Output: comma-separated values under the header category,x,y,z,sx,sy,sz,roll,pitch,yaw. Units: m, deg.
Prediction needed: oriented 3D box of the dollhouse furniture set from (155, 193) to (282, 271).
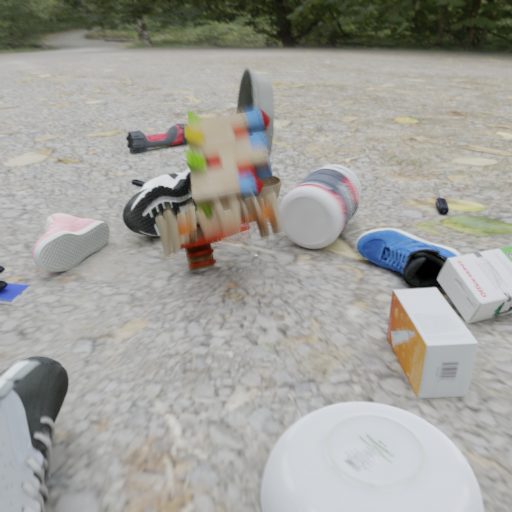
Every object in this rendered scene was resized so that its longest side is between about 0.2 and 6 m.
category,x,y,z,sx,sy,sz,roll,pitch,yaw
dollhouse furniture set,-0.707,-0.323,9.466,1.861,0.959,1.841,-12,0,-24

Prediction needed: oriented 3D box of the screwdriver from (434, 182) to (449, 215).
category,x,y,z,sx,sy,sz,roll,pitch,yaw
screwdriver,4.409,-1.404,13.526,0.272,0.283,1.948,5,23,9

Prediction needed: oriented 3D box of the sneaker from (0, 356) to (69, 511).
category,x,y,z,sx,sy,sz,roll,pitch,yaw
sneaker,-1.924,2.327,4.970,1.865,1.212,3.230,8,37,6

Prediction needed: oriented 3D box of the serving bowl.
category,x,y,z,sx,sy,sz,roll,pitch,yaw
serving bowl,1.141,2.176,5.560,2.209,0.726,2.209,-1,26,0

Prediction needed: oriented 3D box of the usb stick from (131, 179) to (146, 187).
category,x,y,z,sx,sy,sz,roll,pitch,yaw
usb stick,-2.940,-1.858,14.542,0.774,0.126,0.215,20,26,35

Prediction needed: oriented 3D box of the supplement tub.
category,x,y,z,sx,sy,sz,roll,pitch,yaw
supplement tub,1.351,-1.052,11.419,1.286,1.286,1.833,11,30,22

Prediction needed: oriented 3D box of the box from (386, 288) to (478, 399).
category,x,y,z,sx,sy,sz,roll,pitch,yaw
box,2.311,1.134,7.539,0.668,0.853,1.371,-2,26,-4

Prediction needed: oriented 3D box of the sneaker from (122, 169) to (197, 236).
category,x,y,z,sx,sy,sz,roll,pitch,yaw
sneaker,-2.158,-1.123,12.265,1.164,1.073,2.910,-4,18,21

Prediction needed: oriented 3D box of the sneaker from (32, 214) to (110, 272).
category,x,y,z,sx,sy,sz,roll,pitch,yaw
sneaker,-3.745,-0.283,10.571,1.037,0.746,1.983,13,22,16

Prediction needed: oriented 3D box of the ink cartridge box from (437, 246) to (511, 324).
category,x,y,z,sx,sy,sz,roll,pitch,yaw
ink cartridge box,3.747,0.446,8.965,1.335,0.563,0.975,-9,50,-18

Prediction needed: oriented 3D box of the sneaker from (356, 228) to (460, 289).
category,x,y,z,sx,sy,sz,roll,pitch,yaw
sneaker,2.618,0.048,9.914,1.902,0.730,1.058,18,22,19

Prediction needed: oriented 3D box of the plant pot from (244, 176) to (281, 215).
category,x,y,z,sx,sy,sz,roll,pitch,yaw
plant pot,0.016,-1.348,12.746,1.128,0.757,1.128,-2,24,1

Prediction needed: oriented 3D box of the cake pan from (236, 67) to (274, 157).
category,x,y,z,sx,sy,sz,roll,pitch,yaw
cake pan,-0.057,-2.864,12.334,0.450,2.452,2.452,0,25,-11

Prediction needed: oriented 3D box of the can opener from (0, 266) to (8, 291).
category,x,y,z,sx,sy,sz,roll,pitch,yaw
can opener,-5.126,0.482,8.995,2.075,0.658,0.816,-14,28,-15

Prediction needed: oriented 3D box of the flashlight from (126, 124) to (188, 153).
category,x,y,z,sx,sy,sz,roll,pitch,yaw
flashlight,-3.095,-3.784,17.764,2.055,0.698,0.696,-14,58,-35

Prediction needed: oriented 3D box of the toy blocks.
category,x,y,z,sx,sy,sz,roll,pitch,yaw
toy blocks,-0.395,-1.697,9.998,1.482,1.084,2.169,-9,64,6

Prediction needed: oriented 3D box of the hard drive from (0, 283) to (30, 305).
category,x,y,z,sx,sy,sz,roll,pitch,yaw
hard drive,-4.347,0.617,9.462,0.838,0.106,0.553,5,26,10
